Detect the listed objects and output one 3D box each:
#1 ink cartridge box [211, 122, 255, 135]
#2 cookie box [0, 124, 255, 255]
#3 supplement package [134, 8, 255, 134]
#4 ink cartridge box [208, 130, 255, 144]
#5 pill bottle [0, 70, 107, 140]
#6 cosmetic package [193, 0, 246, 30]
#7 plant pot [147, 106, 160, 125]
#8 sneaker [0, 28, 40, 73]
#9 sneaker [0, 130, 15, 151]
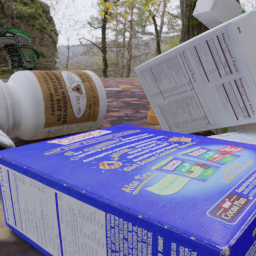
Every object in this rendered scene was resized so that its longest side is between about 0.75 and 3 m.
[{"bbox_3d":[2.832,-0.142,7.375,1.083,0.623,1.850,-2,12,2],"label":"ink cartridge box"},{"bbox_3d":[0.213,0.661,2.974,2.474,0.930,2.116,10,16,40],"label":"cookie box"},{"bbox_3d":[1.972,-1.202,6.499,1.976,1.961,2.603,-35,13,-38],"label":"supplement package"},{"bbox_3d":[2.357,0.482,4.959,1.538,0.454,1.921,-7,13,-29],"label":"ink cartridge box"},{"bbox_3d":[-2.134,-0.575,6.929,2.906,1.662,1.662,-10,16,-38],"label":"pill bottle"},{"bbox_3d":[2.559,-3.057,7.605,1.483,0.798,0.629,22,-3,-34],"label":"cosmetic package"},{"bbox_3d":[1.302,-0.658,9.099,1.331,0.932,1.331,1,11,0],"label":"plant pot"},{"bbox_3d":[-3.762,-2.562,9.738,1.023,1.117,2.621,0,-14,4],"label":"sneaker"},{"bbox_3d":[-3.154,0.348,4.300,1.275,1.091,2.928,15,19,34],"label":"sneaker"}]
